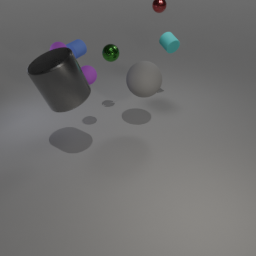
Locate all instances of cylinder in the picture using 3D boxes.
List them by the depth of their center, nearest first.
[{"bbox_3d":[-2.001,-1.418,8.282,1.400,1.400,1.400,-14,40,12],"label":"cylinder"},{"bbox_3d":[-2.259,-3.377,12.069,0.700,0.700,0.700,18,42,27],"label":"cylinder"},{"bbox_3d":[1.897,-3.905,12.819,0.700,0.700,0.700,-16,56,-24],"label":"cylinder"}]

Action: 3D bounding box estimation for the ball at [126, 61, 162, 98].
[{"bbox_3d":[0.627,-1.883,10.872,1.400,1.400,1.400,0,31,0],"label":"ball"}]

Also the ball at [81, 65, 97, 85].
[{"bbox_3d":[-1.477,-1.913,10.155,0.700,0.700,0.700,0,31,0],"label":"ball"}]

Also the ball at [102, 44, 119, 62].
[{"bbox_3d":[-0.693,-3.019,11.271,0.700,0.700,0.700,0,31,0],"label":"ball"}]

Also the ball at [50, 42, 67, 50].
[{"bbox_3d":[-2.734,-3.050,11.084,0.700,0.700,0.700,0,31,0],"label":"ball"}]

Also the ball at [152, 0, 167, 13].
[{"bbox_3d":[1.531,-5.993,13.672,0.700,0.700,0.700,0,31,0],"label":"ball"}]
